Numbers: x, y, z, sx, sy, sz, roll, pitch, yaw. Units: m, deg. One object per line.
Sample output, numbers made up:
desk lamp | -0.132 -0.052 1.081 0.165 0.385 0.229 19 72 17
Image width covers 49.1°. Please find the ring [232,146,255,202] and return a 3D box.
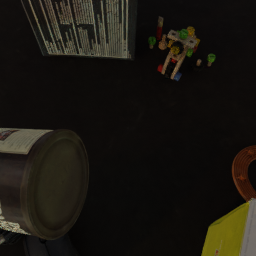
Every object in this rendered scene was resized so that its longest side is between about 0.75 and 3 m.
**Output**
ring | 3.379 1.192 6.432 1.966 0.189 1.966 5 51 -7

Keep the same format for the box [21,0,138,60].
box | -1.131 -3.399 7.510 2.809 2.831 1.745 2 66 0

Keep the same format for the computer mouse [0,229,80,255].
computer mouse | -1.663 2.560 5.751 1.494 0.569 2.157 -34 67 -17

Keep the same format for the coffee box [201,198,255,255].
coffee box | 2.456 2.950 4.459 2.451 2.478 2.475 19 64 10

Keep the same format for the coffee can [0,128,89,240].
coffee can | -1.882 0.750 4.342 2.094 1.532 1.532 2 61 20

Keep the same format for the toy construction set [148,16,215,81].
toy construction set | 1.377 -2.483 7.886 1.573 1.449 1.886 -33 67 -16
